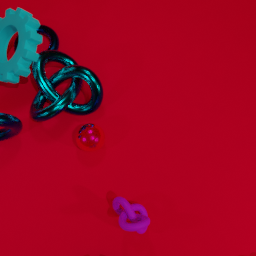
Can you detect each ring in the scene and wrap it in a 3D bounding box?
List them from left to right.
[{"bbox_3d":[-3.406,0.024,6.759,1.637,1.637,0.327,-12,75,-4],"label":"ring"},{"bbox_3d":[-2.725,-2.508,8.359,1.352,0.270,1.352,-1,71,2],"label":"ring"}]

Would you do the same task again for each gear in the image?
[{"bbox_3d":[-2.972,-2.101,7.191,1.859,0.344,1.859,-5,81,32],"label":"gear"}]

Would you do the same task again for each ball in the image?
[{"bbox_3d":[-0.955,0.250,7.163,0.747,0.747,0.747,0,71,0],"label":"ball"}]

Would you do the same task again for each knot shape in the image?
[{"bbox_3d":[-1.843,-0.954,7.412,2.085,0.963,1.951,42,85,11],"label":"knot shape"},{"bbox_3d":[0.044,1.985,6.468,0.994,1.062,0.491,36,92,18],"label":"knot shape"}]
